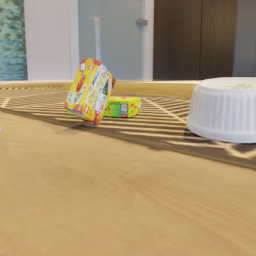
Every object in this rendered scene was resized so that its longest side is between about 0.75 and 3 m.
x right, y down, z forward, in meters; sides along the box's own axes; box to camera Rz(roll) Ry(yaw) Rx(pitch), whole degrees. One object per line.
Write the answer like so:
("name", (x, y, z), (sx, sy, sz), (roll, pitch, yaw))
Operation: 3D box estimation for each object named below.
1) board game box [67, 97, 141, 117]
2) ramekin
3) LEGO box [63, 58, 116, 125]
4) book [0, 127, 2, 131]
("board game box", (-0.957, -0.901, 11.358), (2.681, 0.638, 1.362), (4, 12, 21))
("ramekin", (3.067, -0.651, 7.948), (2.800, 1.304, 2.800), (-3, 17, 1))
("LEGO box", (-1.182, -1.136, 8.959), (0.661, 1.713, 1.275), (12, -14, 28))
("book", (-3.973, -0.317, 7.127), (1.071, 0.385, 1.603), (31, -12, 2))
